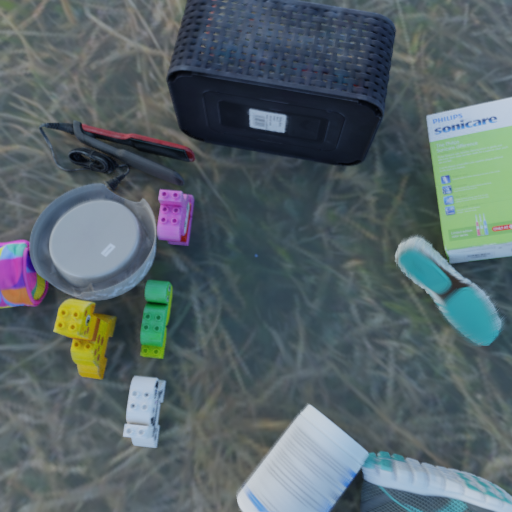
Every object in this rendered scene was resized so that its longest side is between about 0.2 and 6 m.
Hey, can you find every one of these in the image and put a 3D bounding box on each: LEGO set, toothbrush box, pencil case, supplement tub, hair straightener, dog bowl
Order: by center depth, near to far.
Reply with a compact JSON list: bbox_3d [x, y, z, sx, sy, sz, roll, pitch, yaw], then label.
[{"bbox_3d":[0.654,3.136,7.958,1.128,1.128,1.710,39,81,10],"label":"supplement tub"},{"bbox_3d":[-2.047,0.701,8.355,1.561,1.679,4.092,5,75,2],"label":"LEGO set"},{"bbox_3d":[-4.665,0.325,8.770,2.597,1.148,1.148,-2,75,-3],"label":"pencil case"},{"bbox_3d":[-2.490,-0.185,8.831,1.968,0.577,1.968,-1,62,3],"label":"dog bowl"},{"bbox_3d":[3.767,-1.187,8.956,1.704,1.007,2.341,-9,75,20],"label":"toothbrush box"},{"bbox_3d":[-2.493,-1.680,9.570,2.759,0.564,1.062,18,76,5],"label":"hair straightener"}]

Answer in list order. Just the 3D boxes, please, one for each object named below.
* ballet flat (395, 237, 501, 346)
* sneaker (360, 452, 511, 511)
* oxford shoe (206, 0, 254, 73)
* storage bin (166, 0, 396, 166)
[{"bbox_3d":[3.113,0.467,8.919,0.750,0.750,2.091,-43,88,-10],"label":"ballet flat"},{"bbox_3d":[2.640,3.679,8.088,2.469,0.958,1.126,13,91,7],"label":"sneaker"},{"bbox_3d":[-0.417,-4.046,9.915,0.761,0.717,2.036,-2,80,15],"label":"oxford shoe"},{"bbox_3d":[0.387,-2.762,9.019,3.234,2.186,1.516,10,75,3],"label":"storage bin"}]
